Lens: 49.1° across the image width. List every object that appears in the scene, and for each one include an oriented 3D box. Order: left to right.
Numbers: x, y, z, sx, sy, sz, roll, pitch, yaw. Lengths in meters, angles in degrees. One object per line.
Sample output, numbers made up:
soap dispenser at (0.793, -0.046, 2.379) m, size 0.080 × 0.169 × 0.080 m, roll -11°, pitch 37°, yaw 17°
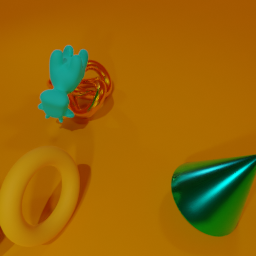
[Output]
ring at (-1.510, 1.206, 5.047) m, size 0.357 × 1.785 × 1.785 m, roll 6°, pitch 44°, yaw 30°
cow figurine at (-1.535, -1.064, 6.793) m, size 0.906 × 1.623 × 1.650 m, roll 16°, pitch 25°, yaw 0°
knot shape at (-1.177, -1.205, 7.943) m, size 1.882 × 0.870 × 1.761 m, roll 31°, pitch 53°, yaw 23°
cone at (1.869, 0.902, 5.080) m, size 1.593 × 1.599 × 1.593 m, roll 16°, pitch 46°, yaw -17°
